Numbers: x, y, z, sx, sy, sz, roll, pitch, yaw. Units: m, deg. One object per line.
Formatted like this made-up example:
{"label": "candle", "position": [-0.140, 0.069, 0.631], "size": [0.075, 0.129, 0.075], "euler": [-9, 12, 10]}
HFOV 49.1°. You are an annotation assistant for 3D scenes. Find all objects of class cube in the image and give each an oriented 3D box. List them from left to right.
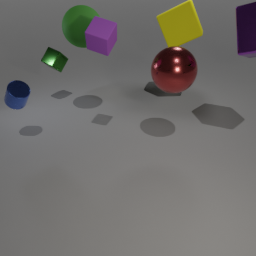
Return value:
{"label": "cube", "position": [-3.142, -2.927, 12.026], "size": [0.700, 0.700, 0.700], "euler": [27, -2, 23]}
{"label": "cube", "position": [-0.765, -2.659, 8.121], "size": [0.700, 0.700, 0.700], "euler": [21, 65, 7]}
{"label": "cube", "position": [2.145, -4.212, 11.406], "size": [1.400, 1.400, 1.400], "euler": [-19, 18, 23]}
{"label": "cube", "position": [4.128, -2.932, 8.330], "size": [1.400, 1.400, 1.400], "euler": [0, 8, 36]}

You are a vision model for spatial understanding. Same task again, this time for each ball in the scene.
{"label": "ball", "position": [-1.584, -3.518, 9.744], "size": [1.400, 1.400, 1.400], "euler": [0, 29, 0]}
{"label": "ball", "position": [1.391, -1.753, 8.482], "size": [1.400, 1.400, 1.400], "euler": [0, 29, 0]}

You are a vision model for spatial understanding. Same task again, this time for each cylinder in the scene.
{"label": "cylinder", "position": [-3.569, -1.059, 9.020], "size": [0.700, 0.700, 0.700], "euler": [15, 56, -24]}
